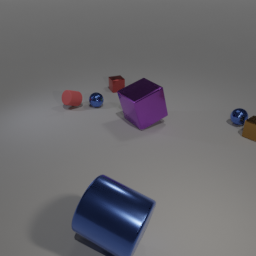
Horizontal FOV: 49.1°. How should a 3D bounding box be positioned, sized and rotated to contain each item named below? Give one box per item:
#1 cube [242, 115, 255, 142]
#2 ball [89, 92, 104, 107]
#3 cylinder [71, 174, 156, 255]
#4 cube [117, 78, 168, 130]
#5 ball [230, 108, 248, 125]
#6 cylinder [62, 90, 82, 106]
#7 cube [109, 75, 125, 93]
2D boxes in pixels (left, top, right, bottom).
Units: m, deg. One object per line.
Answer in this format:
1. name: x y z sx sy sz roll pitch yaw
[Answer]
1. cube: 4.921 0.029 10.753 0.700 0.700 0.700 -23 36 -36
2. ball: -1.500 -1.334 13.245 0.700 0.700 0.700 0 29 0
3. cylinder: -0.287 1.952 6.205 1.400 1.400 1.400 24 35 14
4. cube: 0.610 -1.022 11.625 1.400 1.400 1.400 -29 37 -17
5. ball: 4.614 -0.474 11.614 0.700 0.700 0.700 0 29 0
6. cylinder: -2.611 -1.394 13.073 0.700 0.700 0.700 23 14 36
7. cube: -0.611 -2.386 15.180 0.700 0.700 0.700 -11 31 -19
